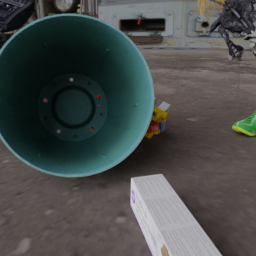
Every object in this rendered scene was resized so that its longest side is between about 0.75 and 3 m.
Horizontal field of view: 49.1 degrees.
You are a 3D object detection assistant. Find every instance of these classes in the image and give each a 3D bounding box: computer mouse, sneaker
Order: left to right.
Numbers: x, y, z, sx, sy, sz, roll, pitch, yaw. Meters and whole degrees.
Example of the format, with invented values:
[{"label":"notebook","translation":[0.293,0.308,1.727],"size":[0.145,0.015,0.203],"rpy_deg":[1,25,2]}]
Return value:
[{"label":"computer mouse","translation":[-2.719,-2.379,6.085],"size":[1.236,0.471,1.785],"rpy_deg":[25,59,15]},{"label":"sneaker","translation":[3.575,-0.236,7.847],"size":[1.715,0.717,0.635],"rpy_deg":[-12,24,-29]}]

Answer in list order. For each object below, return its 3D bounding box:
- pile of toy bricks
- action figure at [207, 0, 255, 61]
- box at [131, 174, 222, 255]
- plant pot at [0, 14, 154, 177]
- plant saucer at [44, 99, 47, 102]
[{"label":"pile of toy bricks","translation":[-0.393,-0.324,7.588],"size":[2.900,1.609,1.432],"rpy_deg":[30,60,26]},{"label":"action figure","translation":[2.931,-2.149,6.531],"size":[1.525,2.566,1.309],"rpy_deg":[-39,-18,24]},{"label":"box","translation":[0.630,1.450,3.324],"size":[0.577,0.538,2.783],"rpy_deg":[-5,20,-14]},{"label":"plant pot","translation":[-1.113,-0.545,5.905],"size":[2.830,2.830,2.271],"rpy_deg":[-4,0,-11]},{"label":"plant saucer","translation":[-3.641,-1.250,10.741],"size":[2.821,0.715,2.821],"rpy_deg":[-1,19,0]}]
